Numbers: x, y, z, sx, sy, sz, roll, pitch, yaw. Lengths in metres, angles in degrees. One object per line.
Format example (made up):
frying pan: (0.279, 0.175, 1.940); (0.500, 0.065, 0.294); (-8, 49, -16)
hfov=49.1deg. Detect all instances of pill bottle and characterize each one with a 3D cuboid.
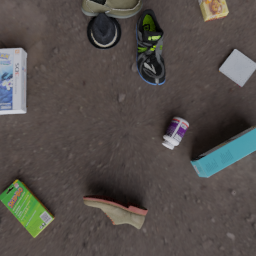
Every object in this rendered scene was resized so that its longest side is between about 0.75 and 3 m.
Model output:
pill bottle: (1.590, 0.178, 9.512); (0.585, 0.585, 1.040); (31, 82, 4)

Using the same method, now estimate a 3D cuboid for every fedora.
fedora: (-0.875, -3.576, 10.059); (1.418, 0.647, 1.418); (0, 81, -1)

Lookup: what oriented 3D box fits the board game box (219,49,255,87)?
board game box: (3.969, -2.157, 10.101); (1.025, 0.133, 1.025); (38, 83, 5)

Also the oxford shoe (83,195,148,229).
oxford shoe: (-0.481, 2.714, 9.050); (2.141, 0.754, 0.801); (15, 87, 3)

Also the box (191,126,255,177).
box: (3.400, 0.732, 9.186); (2.559, 1.053, 0.629); (-28, 83, -4)

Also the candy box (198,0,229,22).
candy box: (3.087, -4.742, 10.365); (0.823, 0.394, 1.426); (-13, 81, -2)

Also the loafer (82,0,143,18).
loafer: (-0.571, -4.502, 10.065); (2.241, 0.780, 0.843); (-6, 73, -4)

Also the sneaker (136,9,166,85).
sneaker: (0.753, -2.801, 9.691); (0.960, 1.122, 2.707); (-7, 83, -3)

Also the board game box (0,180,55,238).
board game box: (-3.368, 2.641, 9.303); (0.866, 0.272, 1.814); (-44, 86, -7)

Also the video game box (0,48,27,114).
video game box: (-4.846, -1.607, 9.802); (2.480, 0.581, 2.259); (-3, 79, -1)
